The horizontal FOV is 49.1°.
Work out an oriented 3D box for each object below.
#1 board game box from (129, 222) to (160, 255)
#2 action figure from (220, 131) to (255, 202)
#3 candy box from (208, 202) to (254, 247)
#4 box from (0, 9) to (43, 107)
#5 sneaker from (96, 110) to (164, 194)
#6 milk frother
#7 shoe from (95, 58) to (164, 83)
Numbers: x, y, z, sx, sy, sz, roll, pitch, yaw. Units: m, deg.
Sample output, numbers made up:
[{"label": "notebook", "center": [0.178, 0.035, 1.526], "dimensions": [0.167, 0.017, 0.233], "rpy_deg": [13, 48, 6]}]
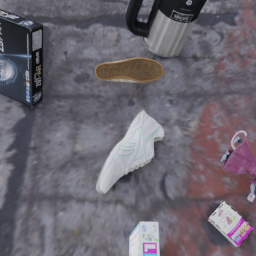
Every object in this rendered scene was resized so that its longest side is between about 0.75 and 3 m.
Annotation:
[{"label": "board game box", "center": [0.264, 2.526, 5.105], "dimensions": [0.322, 1.884, 1.267], "rpy_deg": [2, 62, -4]}, {"label": "action figure", "center": [2.915, 0.945, 6.513], "dimensions": [1.476, 0.989, 1.099], "rpy_deg": [35, 33, 4]}, {"label": "candy box", "center": [2.280, 2.137, 6.244], "dimensions": [0.553, 0.247, 0.810], "rpy_deg": [-41, 70, -15]}, {"label": "box", "center": [-3.087, -1.840, 7.320], "dimensions": [1.771, 2.211, 0.481], "rpy_deg": [23, 38, 12]}, {"label": "sneaker", "center": [0.100, 0.650, 6.750], "dimensions": [0.937, 0.822, 2.338], "rpy_deg": [35, 68, 3]}, {"label": "milk frother", "center": [1.144, -3.758, 8.208], "dimensions": [2.085, 2.173, 2.311], "rpy_deg": [22, 55, -3]}, {"label": "shoe", "center": [0.054, -1.596, 7.771], "dimensions": [1.888, 0.504, 0.660], "rpy_deg": [3, 99, 11]}]
